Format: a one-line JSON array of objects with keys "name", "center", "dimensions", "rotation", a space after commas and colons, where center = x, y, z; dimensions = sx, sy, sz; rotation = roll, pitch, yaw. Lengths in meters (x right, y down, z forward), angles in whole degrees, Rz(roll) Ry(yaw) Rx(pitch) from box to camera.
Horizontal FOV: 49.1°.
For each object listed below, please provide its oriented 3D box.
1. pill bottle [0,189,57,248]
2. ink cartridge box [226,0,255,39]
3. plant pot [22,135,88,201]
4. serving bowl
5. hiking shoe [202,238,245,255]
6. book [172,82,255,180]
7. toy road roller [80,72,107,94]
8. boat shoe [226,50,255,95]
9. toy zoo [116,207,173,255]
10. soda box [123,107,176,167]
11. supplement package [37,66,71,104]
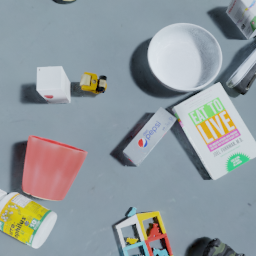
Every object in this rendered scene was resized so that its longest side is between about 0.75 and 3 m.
[{"name": "pill bottle", "center": [-3.467, 2.794, 8.898], "dimensions": [2.116, 1.193, 1.193], "rotation": [26, 77, 6]}, {"name": "ink cartridge box", "center": [4.634, -4.406, 10.822], "dimensions": [0.632, 1.089, 1.504], "rotation": [-30, 77, -8]}, {"name": "plant pot", "center": [-2.487, 1.305, 9.061], "dimensions": [1.934, 1.934, 1.711], "rotation": [17, 87, 4]}, {"name": "serving bowl", "center": [2.037, -2.502, 10.438], "dimensions": [2.686, 0.884, 2.686], "rotation": [0, 76, 0]}, {"name": "hiking shoe", "center": [2.681, 4.794, 8.490], "dimensions": [1.295, 0.974, 2.572], "rotation": [26, 76, 10]}, {"name": "book", "center": [3.073, 0.106, 9.897], "dimensions": [1.910, 0.687, 2.859], "rotation": [-29, 82, -6]}, {"name": "toy road roller", "center": [-1.258, -1.567, 10.174], "dimensions": [0.992, 0.724, 0.610], "rotation": [10, 76, -17]}, {"name": "boat shoe", "center": [4.919, -2.380, 10.379], "dimensions": [0.957, 1.010, 2.888], "rotation": [43, 81, 4]}, {"name": "toy zoo", "center": [0.558, 3.744, 9.144], "dimensions": [1.529, 0.239, 2.331], "rotation": [-17, 76, -4]}, {"name": "soda box", "center": [0.746, 0.309, 9.817], "dimensions": [0.720, 0.669, 2.110], "rotation": [39, 79, 9]}, {"name": "supplement package", "center": [-2.593, -1.479, 9.898], "dimensions": [0.856, 1.413, 0.846], "rotation": [-3, 75, 0]}]
